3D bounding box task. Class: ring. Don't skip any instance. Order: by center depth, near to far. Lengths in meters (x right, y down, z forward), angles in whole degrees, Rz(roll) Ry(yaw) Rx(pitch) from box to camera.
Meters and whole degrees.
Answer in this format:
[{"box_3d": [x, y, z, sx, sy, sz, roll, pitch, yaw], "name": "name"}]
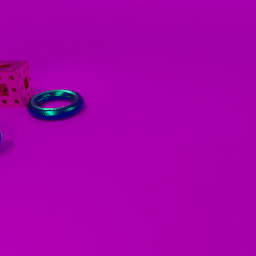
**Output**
[{"box_3d": [-2.304, -0.775, 8.965, 1.832, 0.366, 1.832, 0, 30, 0], "name": "ring"}]

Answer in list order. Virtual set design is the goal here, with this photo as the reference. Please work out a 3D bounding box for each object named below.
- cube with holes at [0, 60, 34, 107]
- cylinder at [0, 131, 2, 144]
[{"box_3d": [-4.003, -1.499, 9.375, 1.204, 1.204, 1.204, 0, 30, 0], "name": "cube with holes"}, {"box_3d": [-3.515, 0.242, 6.525, 0.762, 0.762, 0.762, 23, -2, 34], "name": "cylinder"}]
